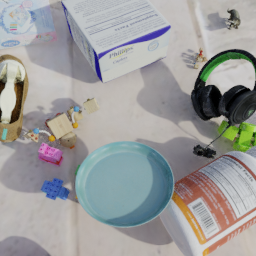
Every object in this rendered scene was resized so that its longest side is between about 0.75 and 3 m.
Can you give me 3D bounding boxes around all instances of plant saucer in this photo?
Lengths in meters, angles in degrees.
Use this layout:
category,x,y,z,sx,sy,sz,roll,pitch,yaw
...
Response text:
category,x,y,z,sx,sy,sz,roll,pitch,yaw
plant saucer,-0.066,1.141,5.889,2.038,0.279,2.038,-1,49,1

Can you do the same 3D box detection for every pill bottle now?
category,x,y,z,sx,sy,sz,roll,pitch,yaw
pill bottle,2.171,1.527,6.292,2.858,1.603,1.603,-26,67,-13

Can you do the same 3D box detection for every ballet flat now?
category,x,y,z,sx,sy,sz,roll,pitch,yaw
ballet flat,-3.281,-1.076,7.743,1.002,1.069,2.955,7,62,-22

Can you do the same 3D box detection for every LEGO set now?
category,x,y,z,sx,sy,sz,roll,pitch,yaw
LEGO set,-1.083,1.301,6.602,2.935,1.205,1.120,17,67,8

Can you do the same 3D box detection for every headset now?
category,x,y,z,sx,sy,sz,roll,pitch,yaw
headset,2.330,-0.646,7.147,1.787,1.359,2.893,12,88,47

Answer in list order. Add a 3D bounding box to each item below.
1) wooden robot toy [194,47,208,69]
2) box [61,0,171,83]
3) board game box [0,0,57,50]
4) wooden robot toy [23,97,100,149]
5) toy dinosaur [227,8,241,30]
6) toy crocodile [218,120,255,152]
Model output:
category,x,y,z,sx,sy,sz,roll,pitch,yaw
wooden robot toy,2.327,-2.169,8.752,0.361,0.351,0.796,21,66,-2
box,-0.370,-2.963,8.461,2.315,1.321,2.518,-25,63,-13
board game box,-3.671,-3.691,9.304,2.238,0.488,2.249,-13,65,-10
wooden robot toy,-1.652,0.052,7.591,2.152,0.948,0.977,-30,104,-14
toy dinosaur,3.545,-3.649,9.301,0.427,0.567,1.109,7,66,3
toy crocodile,3.530,0.286,7.393,2.249,0.694,0.759,11,104,8
